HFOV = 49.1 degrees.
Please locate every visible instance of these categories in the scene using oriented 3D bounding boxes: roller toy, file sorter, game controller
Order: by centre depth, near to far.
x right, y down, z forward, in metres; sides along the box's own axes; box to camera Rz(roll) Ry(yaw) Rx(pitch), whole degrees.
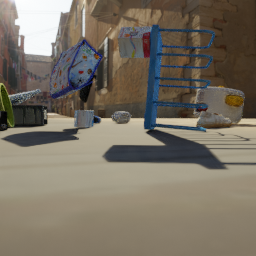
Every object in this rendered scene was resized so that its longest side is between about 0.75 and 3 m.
[{"bbox_3d":[1.500,-1.313,8.231,1.708,2.784,1.932,5,3,9],"label":"file sorter"},{"bbox_3d":[-1.632,-2.054,11.636,0.594,1.471,2.820,6,22,-8],"label":"game controller"},{"bbox_3d":[5.017,-1.346,15.462,2.536,1.943,2.780,9,5,23],"label":"roller toy"}]

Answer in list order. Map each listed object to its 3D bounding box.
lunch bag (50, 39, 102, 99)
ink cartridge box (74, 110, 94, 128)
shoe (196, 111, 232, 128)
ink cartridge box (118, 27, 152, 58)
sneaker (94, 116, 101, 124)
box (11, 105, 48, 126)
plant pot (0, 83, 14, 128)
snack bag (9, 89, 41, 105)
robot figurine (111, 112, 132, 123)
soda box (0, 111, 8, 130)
[{"bbox_3d":[-1.879,-1.850,9.585,1.113,1.798,1.529,37,-31,-30],"label":"lunch bag"},{"bbox_3d":[-1.623,-0.340,10.450,0.371,0.645,1.113,3,3,11],"label":"ink cartridge box"},{"bbox_3d":[3.356,-0.329,10.705,0.776,0.592,2.219,2,3,42],"label":"shoe"},{"bbox_3d":[0.209,-2.406,7.863,0.889,0.643,0.646,2,47,10],"label":"ink cartridge box"},{"bbox_3d":[-2.222,-0.491,15.154,1.404,0.539,0.781,8,-3,24],"label":"sneaker"},{"bbox_3d":[-4.453,-0.547,12.251,1.665,0.892,1.236,0,2,-8],"label":"box"},{"bbox_3d":[-5.043,-0.642,9.882,1.548,1.630,1.630,-12,5,-11],"label":"plant pot"},{"bbox_3d":[-5.637,-0.979,12.271,2.888,0.309,2.723,-22,5,25],"label":"snack bag"},{"bbox_3d":[-0.350,-0.605,16.182,1.205,0.680,1.022,-1,-23,-32],"label":"robot figurine"},{"bbox_3d":[-4.448,-0.206,7.983,1.842,0.583,0.652,-2,3,-29],"label":"soda box"}]
